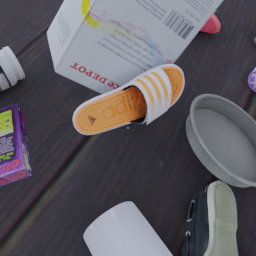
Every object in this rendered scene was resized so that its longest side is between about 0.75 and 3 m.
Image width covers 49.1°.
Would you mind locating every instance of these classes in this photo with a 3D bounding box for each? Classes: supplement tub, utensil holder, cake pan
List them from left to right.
[{"bbox_3d":[-4.022,-1.575,8.169,1.650,1.158,1.158,-32,63,-19],"label":"supplement tub"},{"bbox_3d":[0.057,2.455,5.496,1.349,1.349,1.587,-29,60,-17],"label":"utensil holder"},{"bbox_3d":[2.454,0.309,6.774,2.611,0.479,2.611,19,46,-20],"label":"cake pan"}]

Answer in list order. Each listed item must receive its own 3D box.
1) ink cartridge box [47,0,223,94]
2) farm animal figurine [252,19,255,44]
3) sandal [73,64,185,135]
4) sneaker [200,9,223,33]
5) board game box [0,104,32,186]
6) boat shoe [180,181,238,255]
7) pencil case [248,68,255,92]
[{"bbox_3d":[-0.060,-2.286,5.798,2.087,2.872,2.077,24,26,-35],"label":"ink cartridge box"},{"bbox_3d":[5.012,-3.333,9.632,1.455,0.732,1.175,-2,76,-5],"label":"farm animal figurine"},{"bbox_3d":[0.143,-0.397,5.082,2.290,0.877,0.656,-26,23,-10],"label":"sandal"},{"bbox_3d":[1.978,-3.811,9.867,2.752,1.014,1.194,35,74,27],"label":"sneaker"},{"bbox_3d":[-2.895,0.544,4.779,2.356,0.381,1.414,-18,53,-3],"label":"board game box"},{"bbox_3d":[1.536,2.534,5.678,1.106,0.981,2.959,28,54,-25],"label":"boat shoe"},{"bbox_3d":[4.583,-1.937,8.513,0.962,0.980,2.293,37,64,20],"label":"pencil case"}]
